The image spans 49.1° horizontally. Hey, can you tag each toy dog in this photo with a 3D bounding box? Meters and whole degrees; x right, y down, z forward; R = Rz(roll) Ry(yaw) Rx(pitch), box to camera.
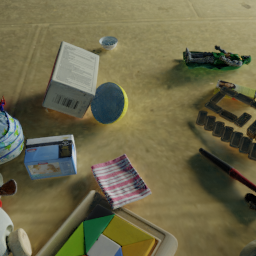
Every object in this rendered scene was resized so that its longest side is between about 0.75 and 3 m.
[{"bbox_3d":[-3.487,2.126,6.920,1.892,1.382,2.869,-37,56,-27],"label":"toy dog"}]

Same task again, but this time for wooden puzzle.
[{"bbox_3d":[-0.524,3.014,6.748,2.757,0.513,2.550,26,52,22],"label":"wooden puzzle"}]

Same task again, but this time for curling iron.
[{"bbox_3d":[3.089,1.422,8.350,0.648,0.334,2.614,-26,53,-22],"label":"curling iron"}]

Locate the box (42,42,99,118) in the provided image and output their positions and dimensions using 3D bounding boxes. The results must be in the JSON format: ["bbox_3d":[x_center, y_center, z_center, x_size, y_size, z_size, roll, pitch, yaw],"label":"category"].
[{"bbox_3d":[-2.062,-1.787,10.323,1.548,1.319,2.420,18,44,-19],"label":"box"}]

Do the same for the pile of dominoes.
[{"bbox_3d":[3.884,-0.164,9.823,2.163,0.442,2.775,-41,54,-17],"label":"pile of dominoes"}]

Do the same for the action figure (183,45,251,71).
[{"bbox_3d":[3.968,-3.048,12.273,2.874,0.786,1.698,2,44,-3],"label":"action figure"}]

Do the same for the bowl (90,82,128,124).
[{"bbox_3d":[-0.537,-0.840,10.020,1.481,1.481,0.797,34,13,27],"label":"bowl"}]

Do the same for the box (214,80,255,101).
[{"bbox_3d":[4.204,-1.404,10.947,1.540,0.386,0.580,19,50,16],"label":"box"}]

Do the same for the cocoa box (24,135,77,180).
[{"bbox_3d":[-2.293,0.882,8.440,1.385,0.924,0.909,-6,47,-6],"label":"cocoa box"}]

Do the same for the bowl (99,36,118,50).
[{"bbox_3d":[-0.913,-3.986,13.339,0.874,0.393,0.874,0,48,0],"label":"bowl"}]

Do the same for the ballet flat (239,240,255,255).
[{"bbox_3d":[3.882,2.845,6.706,2.468,0.857,0.857,-10,48,-9],"label":"ballet flat"}]

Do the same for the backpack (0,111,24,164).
[{"bbox_3d":[-4.382,0.425,8.588,2.266,1.742,1.848,-4,40,-26],"label":"backpack"}]

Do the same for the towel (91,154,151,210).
[{"bbox_3d":[-0.242,1.511,8.184,1.221,0.250,1.669,-18,44,-21],"label":"towel"}]

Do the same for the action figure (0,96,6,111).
[{"bbox_3d":[-4.750,-0.836,10.372,0.326,0.495,1.000,-8,45,-8],"label":"action figure"}]

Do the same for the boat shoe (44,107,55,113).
[{"bbox_3d":[-2.880,-1.057,10.612,0.453,0.483,1.311,2,44,16],"label":"boat shoe"}]
